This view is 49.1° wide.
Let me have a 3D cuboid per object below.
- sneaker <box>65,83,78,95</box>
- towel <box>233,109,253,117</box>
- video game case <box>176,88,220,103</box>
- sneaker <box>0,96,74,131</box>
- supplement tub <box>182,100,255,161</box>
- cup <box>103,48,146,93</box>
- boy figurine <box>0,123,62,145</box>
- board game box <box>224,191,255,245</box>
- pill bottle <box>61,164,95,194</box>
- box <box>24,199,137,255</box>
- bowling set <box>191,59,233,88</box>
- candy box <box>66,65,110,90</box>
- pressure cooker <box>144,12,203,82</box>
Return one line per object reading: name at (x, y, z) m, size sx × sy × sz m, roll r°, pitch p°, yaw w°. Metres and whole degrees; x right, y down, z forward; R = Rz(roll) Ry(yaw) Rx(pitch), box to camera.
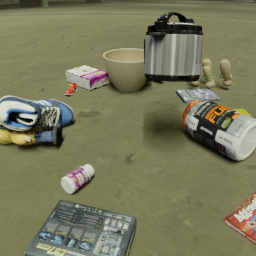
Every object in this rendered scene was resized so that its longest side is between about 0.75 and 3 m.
sneaker at (-2.957, -2.031, 14.458) m, size 0.432 × 0.477 × 1.123 m, roll 6°, pitch 31°, yaw 11°
towel at (4.193, -0.595, 12.285) m, size 2.231 × 0.201 × 0.960 m, roll -3°, pitch 31°, yaw -5°
video game case at (3.499, -1.658, 14.131) m, size 1.854 × 0.176 × 1.324 m, roll -4°, pitch 30°, yaw -9°
sneaker at (-3.225, -0.356, 10.205) m, size 2.970 × 1.197 × 2.175 m, roll 10°, pitch 15°, yaw -29°
supplement tub at (3.235, -0.029, 9.999) m, size 1.530 × 1.530 × 2.497 m, roll -22°, pitch 36°, yaw -33°
cup at (0.039, -2.927, 14.635) m, size 2.574 × 1.841 × 2.574 m, roll -1°, pitch 30°, yaw 0°
boy figurine at (-3.623, 0.213, 10.243) m, size 2.369 × 0.763 × 1.473 m, roll 3°, pitch 14°, yaw 4°
board game box at (3.530, 2.255, 7.424) m, size 1.947 × 0.189 × 1.002 m, roll -23°, pitch 36°, yaw -34°
pill bottle at (-1.471, 1.487, 8.379) m, size 0.546 × 0.546 × 0.973 m, roll 21°, pitch 36°, yaw 31°
box at (-1.003, 2.598, 6.478) m, size 2.105 × 0.537 × 1.660 m, roll 8°, pitch 30°, yaw 13°
bowling set at (3.911, -2.684, 14.952) m, size 1.920 × 1.481 × 2.759 m, roll -35°, pitch 34°, yaw -24°
candy box at (-2.253, -2.838, 15.653) m, size 2.153 × 0.657 × 1.468 m, roll 26°, pitch 39°, yaw 37°
pressure cooker at (1.412, -2.462, 8.594) m, size 1.814 × 2.030 × 1.786 m, roll 0°, pitch 15°, yaw -3°
